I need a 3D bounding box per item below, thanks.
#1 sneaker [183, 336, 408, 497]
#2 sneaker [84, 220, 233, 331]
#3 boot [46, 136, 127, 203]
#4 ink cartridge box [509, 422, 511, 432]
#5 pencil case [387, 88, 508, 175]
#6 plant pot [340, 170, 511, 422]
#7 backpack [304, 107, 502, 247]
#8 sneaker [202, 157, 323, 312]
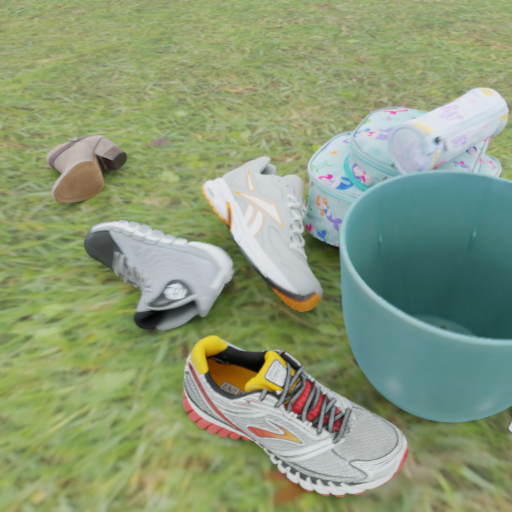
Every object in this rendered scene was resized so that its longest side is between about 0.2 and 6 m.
[{"bbox_3d":[0.331,1.731,6.251,2.721,1.118,1.059,16,42,18],"label":"sneaker"},{"bbox_3d":[-1.676,0.336,8.131,2.455,0.921,1.418,10,52,17],"label":"sneaker"},{"bbox_3d":[-3.586,-1.747,10.997,1.497,0.719,2.048,17,40,30],"label":"boot"},{"bbox_3d":[3.528,1.819,6.759,0.592,0.343,1.017,26,46,28],"label":"ink cartridge box"},{"bbox_3d":[2.577,-1.676,7.491,1.789,0.811,0.744,-28,84,-30],"label":"pencil case"},{"bbox_3d":[2.273,0.655,6.656,2.730,2.191,2.730,-1,42,1],"label":"plant pot"},{"bbox_3d":[2.255,-1.093,9.063,2.907,2.188,2.580,16,42,26],"label":"backpack"},{"bbox_3d":[0.315,-0.539,8.568,1.416,1.165,3.078,-36,52,2],"label":"sneaker"}]
